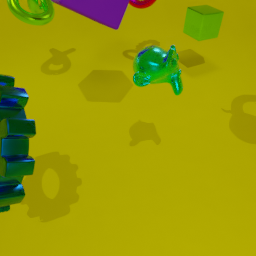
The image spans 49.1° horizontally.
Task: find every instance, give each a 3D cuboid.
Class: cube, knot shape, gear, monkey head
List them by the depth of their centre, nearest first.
[{"bbox_3d":[-1.802,0.194,3.642,0.329,1.777,1.777,2,31,-48],"label":"gear"},{"bbox_3d":[0.519,-0.961,4.851,0.784,0.937,1.302,-12,25,21],"label":"monkey head"},{"bbox_3d":[-0.712,-2.958,5.789,1.276,1.276,1.276,15,18,-29],"label":"cube"},{"bbox_3d":[-2.690,-3.769,7.949,0.929,2.010,1.881,-4,72,18],"label":"knot shape"},{"bbox_3d":[2.478,-3.496,9.288,0.860,0.860,0.860,-17,43,-24],"label":"cube"}]

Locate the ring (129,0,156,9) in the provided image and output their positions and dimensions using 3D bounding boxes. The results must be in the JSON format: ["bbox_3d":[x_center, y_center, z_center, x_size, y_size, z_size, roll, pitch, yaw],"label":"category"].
[{"bbox_3d":[0.373,-4.113,8.158,1.195,1.195,0.239,15,35,15],"label":"ring"}]
